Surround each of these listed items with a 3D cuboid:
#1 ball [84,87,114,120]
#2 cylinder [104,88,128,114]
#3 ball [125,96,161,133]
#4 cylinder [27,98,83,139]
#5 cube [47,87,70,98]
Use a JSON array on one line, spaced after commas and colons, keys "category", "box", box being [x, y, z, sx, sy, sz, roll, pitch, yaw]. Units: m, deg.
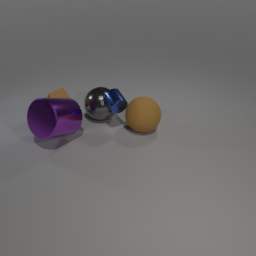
[{"category": "ball", "box": [-1.124, -1.013, 11.654, 1.400, 1.400, 1.400, 0, 31, 0]}, {"category": "cylinder", "box": [-0.471, -1.025, 10.654, 0.700, 0.700, 0.700, -16, 55, -25]}, {"category": "ball", "box": [0.587, -0.524, 10.862, 1.400, 1.400, 1.400, 0, 31, 0]}, {"category": "cylinder", "box": [-2.583, -0.374, 9.968, 1.400, 1.400, 1.400, 17, 14, 26]}, {"category": "cube", "box": [-2.826, -1.096, 11.460, 0.700, 0.700, 0.700, -31, 81, -32]}]
